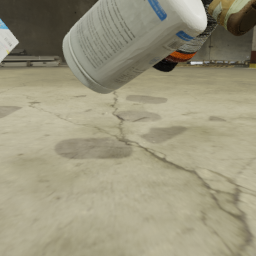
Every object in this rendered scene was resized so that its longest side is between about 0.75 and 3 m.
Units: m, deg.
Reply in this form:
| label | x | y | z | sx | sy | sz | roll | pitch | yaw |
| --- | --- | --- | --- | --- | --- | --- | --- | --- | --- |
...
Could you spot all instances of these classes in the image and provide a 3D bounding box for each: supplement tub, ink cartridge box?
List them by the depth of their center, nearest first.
| label | x | y | z | sx | sy | sz | roll | pitch | yaw |
| --- | --- | --- | --- | --- | --- | --- | --- | --- | --- |
| supplement tub | 0.058 | -1.388 | 3.964 | 1.799 | 1.187 | 1.187 | -27 | -3 | 34 |
| supplement tub | 1.387 | -2.638 | 6.881 | 1.446 | 2.704 | 1.446 | 14 | 52 | -19 |
| ink cartridge box | -4.105 | -2.444 | 8.279 | 0.578 | 0.981 | 1.703 | -16 | 38 | 26 |

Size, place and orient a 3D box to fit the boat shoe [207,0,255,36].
| label | x | y | z | sx | sy | sz | roll | pitch | yaw |
| --- | --- | --- | --- | --- | --- | --- | --- | --- | --- |
| boat shoe | 2.195 | -2.458 | 4.298 | 0.846 | 2.222 | 0.796 | 52 | 2 | 31 |
